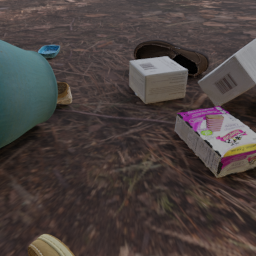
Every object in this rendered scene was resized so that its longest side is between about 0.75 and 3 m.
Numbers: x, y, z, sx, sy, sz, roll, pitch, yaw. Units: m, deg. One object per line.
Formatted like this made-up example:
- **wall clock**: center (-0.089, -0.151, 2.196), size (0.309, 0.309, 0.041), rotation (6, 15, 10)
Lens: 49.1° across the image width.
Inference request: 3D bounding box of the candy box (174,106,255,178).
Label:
- **candy box**: center (2.121, 0.221, 6.555), size (1.319, 0.590, 1.935), rotation (-10, 34, -17)

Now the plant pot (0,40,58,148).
- **plant pot**: center (-3.219, -0.783, 6.397), size (2.859, 2.859, 2.687), rotation (21, 22, 29)

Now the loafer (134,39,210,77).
- **loafer**: center (1.538, -2.643, 10.613), size (2.976, 1.087, 1.056), rotation (12, 33, 19)

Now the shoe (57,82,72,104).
- **shoe**: center (-2.786, -1.041, 8.670), size (2.268, 0.605, 0.793), rotation (5, 64, 16)

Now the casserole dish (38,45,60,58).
- **casserole dish**: center (-3.553, -3.458, 12.694), size (0.836, 0.268, 1.380), rotation (0, 33, 0)

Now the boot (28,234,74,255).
- **boot**: center (-1.123, 2.355, 3.020), size (1.750, 0.819, 2.251), rotation (-23, 42, -31)

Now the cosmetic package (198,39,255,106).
- **cosmetic package**: center (3.421, -1.770, 8.575), size (1.027, 1.429, 2.532), rotation (53, 46, 0)

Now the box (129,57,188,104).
- **box**: center (0.939, -1.595, 9.098), size (1.455, 0.951, 1.448), rotation (-11, 34, -16)
